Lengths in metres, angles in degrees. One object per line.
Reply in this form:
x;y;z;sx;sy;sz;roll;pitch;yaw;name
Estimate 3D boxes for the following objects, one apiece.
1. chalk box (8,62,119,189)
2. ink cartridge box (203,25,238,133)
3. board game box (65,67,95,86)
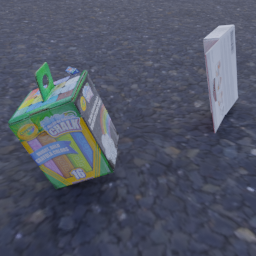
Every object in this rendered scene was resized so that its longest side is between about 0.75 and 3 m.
-1.454;-0.181;6.370;1.584;2.558;1.592;-19;29;15;chalk box
2.720;-1.520;8.615;0.575;2.573;2.267;10;40;37;ink cartridge box
-1.726;-1.786;10.003;0.225;0.886;1.308;-51;28;-3;board game box
